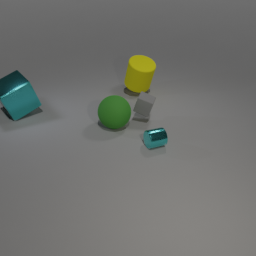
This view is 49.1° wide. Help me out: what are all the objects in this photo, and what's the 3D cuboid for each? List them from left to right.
[{"bbox_3d":[-5.012,-1.468,12.544,1.400,1.400,1.400,-36,50,-20],"label":"cube"},{"bbox_3d":[-0.564,-0.664,11.674,1.400,1.400,1.400,0,30,0],"label":"ball"},{"bbox_3d":[0.607,-2.798,14.494,1.400,1.400,1.400,7,48,-8],"label":"cylinder"},{"bbox_3d":[0.718,-1.029,12.052,0.700,0.700,0.700,23,35,3],"label":"cube"},{"bbox_3d":[1.032,0.377,10.558,0.700,0.700,0.700,-11,32,-19],"label":"cylinder"}]
